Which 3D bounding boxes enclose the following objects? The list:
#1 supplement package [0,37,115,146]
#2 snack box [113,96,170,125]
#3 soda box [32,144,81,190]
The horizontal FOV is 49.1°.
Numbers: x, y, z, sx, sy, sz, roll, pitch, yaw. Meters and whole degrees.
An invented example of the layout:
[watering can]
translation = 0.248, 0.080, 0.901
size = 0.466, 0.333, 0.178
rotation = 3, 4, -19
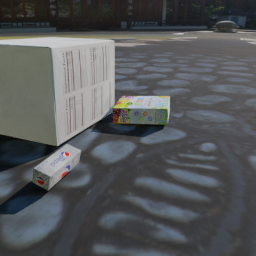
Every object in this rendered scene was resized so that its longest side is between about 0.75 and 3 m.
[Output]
[supplement package]
translation = -1.891, -1.164, 7.211
size = 2.135, 2.119, 2.813
rotation = 9, 22, 21
[snack box]
translation = 0.421, -0.530, 7.864
size = 1.467, 0.496, 1.237
rotation = 2, 23, 9
[soda box]
translation = -1.230, 0.662, 4.946
size = 0.336, 0.313, 0.985
rotation = 23, 28, 13
